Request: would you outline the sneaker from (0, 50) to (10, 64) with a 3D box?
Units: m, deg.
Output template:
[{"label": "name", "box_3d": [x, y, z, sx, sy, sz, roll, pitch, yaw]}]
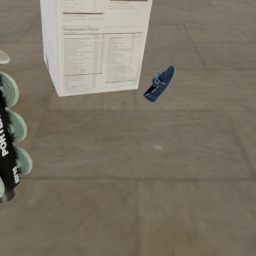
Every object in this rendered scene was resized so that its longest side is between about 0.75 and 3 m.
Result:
[{"label": "sneaker", "box_3d": [-3.554, -1.549, 6.747, 1.406, 0.697, 0.497, 4, 46, -9]}]

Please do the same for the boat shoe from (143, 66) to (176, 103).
[{"label": "boat shoe", "box_3d": [0.619, -0.881, 5.689, 0.325, 0.948, 0.399, 25, 36, -12]}]

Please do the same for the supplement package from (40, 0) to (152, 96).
[{"label": "supplement package", "box_3d": [-0.816, -2.362, 6.215, 1.936, 2.570, 1.950, -9, 41, -22]}]

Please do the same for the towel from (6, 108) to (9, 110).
[{"label": "towel", "box_3d": [-2.349, -0.426, 2.978, 1.768, 2.135, 0.914, -24, 54, -15]}]

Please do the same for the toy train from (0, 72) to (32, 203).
[{"label": "toy train", "box_3d": [-1.274, 0.031, 2.312, 0.741, 1.300, 0.554, 9, 28, 17]}]
